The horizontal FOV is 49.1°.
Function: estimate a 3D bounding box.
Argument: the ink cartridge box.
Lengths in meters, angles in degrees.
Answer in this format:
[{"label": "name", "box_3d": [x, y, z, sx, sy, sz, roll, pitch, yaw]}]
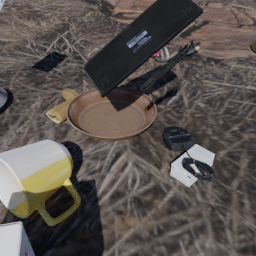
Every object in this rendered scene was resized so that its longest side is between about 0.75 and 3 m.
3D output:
[{"label": "ink cartridge box", "box_3d": [-1.744, 2.409, 2.662, 1.795, 2.867, 1.843, -7, 38, -10]}]

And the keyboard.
[{"label": "keyboard", "box_3d": [0.407, -1.561, 5.726, 2.656, 0.274, 1.688, -39, 61, 9]}]

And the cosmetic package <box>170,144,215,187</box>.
[{"label": "cosmetic package", "box_3d": [1.538, 0.872, 6.664, 1.013, 0.411, 0.572, -31, 47, -32]}]

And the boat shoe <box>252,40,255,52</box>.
[{"label": "boat shoe", "box_3d": [6.009, -3.363, 12.039, 0.601, 0.640, 1.778, 23, 21, -25]}]

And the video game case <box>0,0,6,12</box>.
[{"label": "video game case", "box_3d": [-3.570, -3.061, 7.495, 0.141, 1.165, 1.278, 25, -4, -34]}]

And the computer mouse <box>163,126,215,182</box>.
[{"label": "computer mouse", "box_3d": [1.400, 0.613, 6.780, 0.682, 0.396, 2.325, -7, 29, -9]}]

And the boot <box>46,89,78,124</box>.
[{"label": "boot", "box_3d": [-2.040, -0.719, 8.716, 1.079, 0.407, 1.232, 25, 45, 28]}]

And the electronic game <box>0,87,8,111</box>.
[{"label": "electronic game", "box_3d": [-4.843, -0.805, 8.786, 2.055, 0.428, 2.055, 1, 40, -1]}]

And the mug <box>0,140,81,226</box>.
[{"label": "mug", "box_3d": [-1.884, 1.077, 5.974, 1.372, 1.713, 1.406, -11, 14, 43]}]

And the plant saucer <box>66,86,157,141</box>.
[{"label": "plant saucer", "box_3d": [-0.471, -0.386, 8.213, 2.598, 0.475, 2.598, 1, 37, -1]}]

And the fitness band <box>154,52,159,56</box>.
[{"label": "fitness band", "box_3d": [0.978, -3.374, 12.308, 0.803, 0.209, 1.117, 3, 37, 8]}]
